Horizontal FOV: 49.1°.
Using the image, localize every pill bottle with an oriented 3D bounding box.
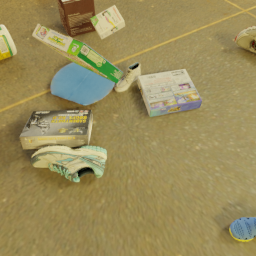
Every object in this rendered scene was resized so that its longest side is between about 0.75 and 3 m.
[{"bbox_3d":[-6.088,-3.334,11.745,2.368,1.335,1.335,-28,57,-19],"label":"pill bottle"}]

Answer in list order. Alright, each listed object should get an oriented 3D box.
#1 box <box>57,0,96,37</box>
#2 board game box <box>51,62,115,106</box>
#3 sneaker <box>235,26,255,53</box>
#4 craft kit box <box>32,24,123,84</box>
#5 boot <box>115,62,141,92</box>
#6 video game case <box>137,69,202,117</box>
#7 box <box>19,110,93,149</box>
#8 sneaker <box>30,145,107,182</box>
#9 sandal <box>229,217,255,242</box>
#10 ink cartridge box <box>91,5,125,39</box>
[{"bbox_3d":[-2.420,-5.534,13.202,1.449,1.746,1.434,-19,54,-15],"label":"box"},{"bbox_3d":[-1.729,-1.652,10.993,2.554,0.497,2.018,19,59,21],"label":"board game box"},{"bbox_3d":[6.047,-3.578,12.097,2.778,1.081,1.141,16,55,13],"label":"sneaker"},{"bbox_3d":[-1.317,-1.979,7.576,1.839,1.862,0.452,34,95,32],"label":"craft kit box"},{"bbox_3d":[-0.019,-2.071,11.154,0.532,0.691,1.445,31,58,22],"label":"boot"},{"bbox_3d":[1.548,-1.385,10.762,2.009,0.456,1.821,-10,53,-8],"label":"video game case"},{"bbox_3d":[-2.289,0.008,9.319,2.105,0.509,1.667,-1,32,0],"label":"box"},{"bbox_3d":[-1.838,1.117,8.551,2.367,0.919,1.022,-3,62,2],"label":"sneaker"},{"bbox_3d":[3.512,2.596,7.512,1.593,0.694,0.633,-11,55,-6],"label":"sandal"},{"bbox_3d":[-0.797,-4.236,11.226,1.126,0.473,0.815,-30,83,0],"label":"ink cartridge box"}]
